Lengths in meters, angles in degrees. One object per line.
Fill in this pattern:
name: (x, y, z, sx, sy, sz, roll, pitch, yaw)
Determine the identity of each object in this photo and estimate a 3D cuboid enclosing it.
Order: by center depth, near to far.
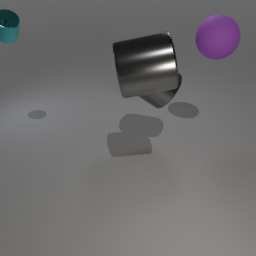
cylinder: (0.422, -1.548, 6.993, 1.400, 1.400, 1.400, -10, 32, 3)
cylinder: (-3.603, -3.010, 8.326, 0.700, 0.700, 0.700, 9, 65, -20)
ball: (2.935, -2.964, 9.184, 1.400, 1.400, 1.400, 0, 32, 0)
cylinder: (0.818, -1.580, 9.287, 1.400, 1.400, 1.400, 31, 27, -19)
